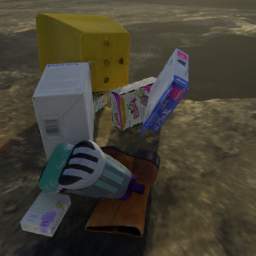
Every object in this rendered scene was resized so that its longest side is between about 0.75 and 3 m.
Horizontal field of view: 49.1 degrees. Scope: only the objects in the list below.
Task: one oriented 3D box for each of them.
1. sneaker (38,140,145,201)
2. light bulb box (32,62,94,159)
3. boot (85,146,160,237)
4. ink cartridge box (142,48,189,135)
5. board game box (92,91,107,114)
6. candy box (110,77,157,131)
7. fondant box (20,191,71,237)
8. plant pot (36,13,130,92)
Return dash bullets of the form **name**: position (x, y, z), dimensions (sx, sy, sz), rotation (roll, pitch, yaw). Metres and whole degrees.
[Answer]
- **sneaker**: position (-0.875, 0.995, 5.543), dimensions (2.964, 1.298, 1.103), rotation (-8, 53, 64)
- **light bulb box**: position (-1.573, -0.501, 7.426), dimensions (1.195, 1.898, 1.915), rotation (-3, 34, -3)
- **boot**: position (-0.385, 1.307, 5.862), dimensions (1.917, 0.697, 2.036), rotation (5, 39, 17)
- **ink cartridge box**: position (0.940, -0.889, 6.856), dimensions (0.489, 1.391, 2.331), rotation (28, 36, -6)
- **board game box**: position (-1.131, -0.874, 9.467), dimensions (0.440, 0.448, 0.855), rotation (16, 35, 22)
- **candy box**: position (0.301, -0.774, 8.611), dimensions (1.721, 1.174, 0.525), rotation (-24, 33, -32)
- **fondant box**: position (-1.618, 1.681, 5.598), dimensions (0.630, 0.254, 0.874), rotation (8, 34, 12)
- **plant pot**: position (-1.303, -2.360, 9.339), dimensions (2.594, 2.594, 2.288), rotation (-14, 28, -35)
